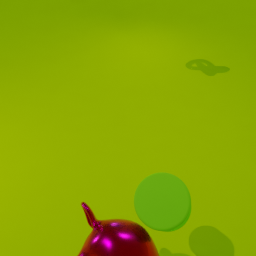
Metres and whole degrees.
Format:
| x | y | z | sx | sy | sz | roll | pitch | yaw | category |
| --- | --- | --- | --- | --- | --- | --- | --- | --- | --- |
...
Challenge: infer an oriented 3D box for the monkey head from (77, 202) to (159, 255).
| x | y | z | sx | sy | sz | roll | pitch | yaw | category |
| --- | --- | --- | --- | --- | --- | --- | --- | --- | --- |
| -0.202 | 1.893 | 4.220 | 1.851 | 1.331 | 1.115 | 38 | 74 | -14 | monkey head |

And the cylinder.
| x | y | z | sx | sy | sz | roll | pitch | yaw | category |
| --- | --- | --- | --- | --- | --- | --- | --- | --- | --- |
| 0.542 | 1.126 | 4.182 | 0.788 | 0.788 | 0.788 | -4 | 69 | 11 | cylinder |
